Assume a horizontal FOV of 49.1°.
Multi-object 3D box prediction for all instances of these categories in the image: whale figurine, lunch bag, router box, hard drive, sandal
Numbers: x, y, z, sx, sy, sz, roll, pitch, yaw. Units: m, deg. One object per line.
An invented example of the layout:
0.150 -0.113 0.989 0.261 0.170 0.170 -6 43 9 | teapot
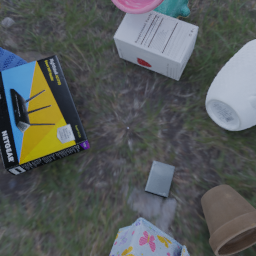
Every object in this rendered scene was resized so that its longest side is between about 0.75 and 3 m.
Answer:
1.204 -3.957 9.190 1.660 1.082 2.086 16 76 16 | whale figurine
0.377 2.108 3.950 1.297 0.825 1.100 39 42 -10 | lunch bag
-2.483 -0.429 7.584 2.104 0.720 2.821 -20 69 -10 | router box
0.815 1.301 7.125 0.584 0.137 0.836 16 64 8 | hard drive
-3.962 -2.104 8.187 2.288 0.996 0.909 23 63 -11 | sandal

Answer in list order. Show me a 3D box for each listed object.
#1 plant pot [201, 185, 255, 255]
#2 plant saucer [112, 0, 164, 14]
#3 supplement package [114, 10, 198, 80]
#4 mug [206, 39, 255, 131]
2.272 1.958 6.250 1.384 1.384 1.207 -16 48 -8 | plant pot
0.343 -3.953 7.036 2.064 2.064 0.523 41 34 18 | plant saucer
0.822 -2.507 8.294 2.062 1.250 1.235 25 81 12 | supplement package
3.228 -1.013 7.070 2.102 2.397 1.770 -43 102 -16 | mug
